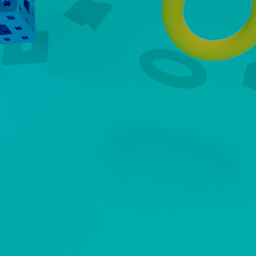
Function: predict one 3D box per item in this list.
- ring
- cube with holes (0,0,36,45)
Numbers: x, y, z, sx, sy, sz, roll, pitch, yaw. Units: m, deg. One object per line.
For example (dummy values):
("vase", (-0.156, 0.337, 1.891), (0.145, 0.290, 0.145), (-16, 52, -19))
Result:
("ring", (1.620, -2.160, 5.156), (2.016, 2.016, 0.403), (13, 46, 9))
("cube with holes", (-2.968, -2.830, 6.440), (1.278, 1.278, 1.278), (-6, 80, -2))
